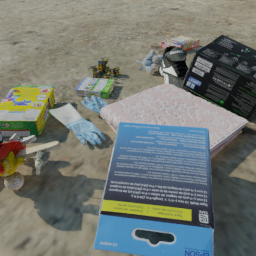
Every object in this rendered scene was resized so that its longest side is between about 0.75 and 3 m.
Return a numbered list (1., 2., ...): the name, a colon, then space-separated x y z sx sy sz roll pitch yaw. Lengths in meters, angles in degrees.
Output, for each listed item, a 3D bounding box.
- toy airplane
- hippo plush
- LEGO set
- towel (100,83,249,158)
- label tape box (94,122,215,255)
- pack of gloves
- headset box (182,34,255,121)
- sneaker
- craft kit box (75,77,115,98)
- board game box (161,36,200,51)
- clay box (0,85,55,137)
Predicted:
1. toy airplane: -2.419 0.683 5.743 1.654 1.173 1.662 -16 -2 -42
2. hippo plush: 1.072 -2.550 11.278 0.864 0.856 1.074 -6 -15 -42
3. LEGO set: -0.864 -2.282 10.681 0.941 0.709 1.223 18 36 26
4. towel: 1.198 -0.182 7.366 2.775 0.468 2.905 -26 45 -36
5. label tape box: 0.536 1.096 5.011 1.785 0.824 2.492 5 52 7
6. pack of gloves: -0.940 -0.350 7.567 1.634 0.384 1.945 -23 48 -36
7. headset box: 3.366 -1.736 8.816 2.262 1.205 2.598 32 42 17
8. sneaker: 1.720 -2.125 9.866 0.940 1.279 2.828 -5 34 -6
9. craft kit box: -1.119 -1.419 9.738 1.127 0.277 1.141 3 32 10
10. board game box: 2.673 -4.302 14.248 1.600 0.370 1.212 -26 40 -35
11. clay box: -2.940 -0.580 8.088 1.316 0.545 2.290 0 32 0
